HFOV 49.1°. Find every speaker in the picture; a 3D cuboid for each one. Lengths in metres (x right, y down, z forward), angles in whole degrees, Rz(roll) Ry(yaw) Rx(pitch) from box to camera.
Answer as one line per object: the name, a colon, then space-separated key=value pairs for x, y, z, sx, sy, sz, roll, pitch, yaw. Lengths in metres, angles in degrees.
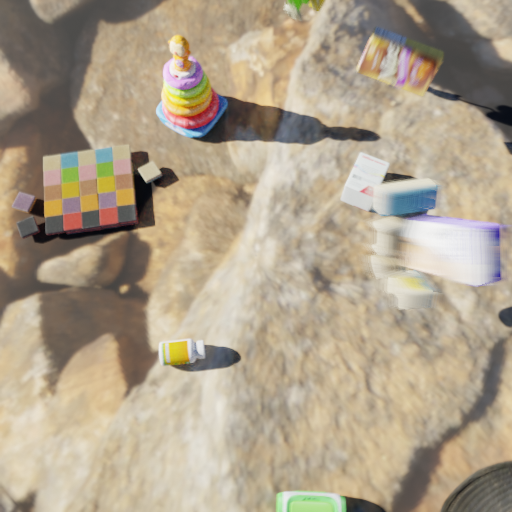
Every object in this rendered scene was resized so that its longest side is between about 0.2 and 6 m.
speaker: x=0.907 y=4.196 z=9.321 sx=1.109 sy=0.491 sz=0.491 roll=2 pitch=68 yaw=1

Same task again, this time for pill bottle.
pill bottle: x=-1.358 y=1.767 z=10.318 sx=0.799 sy=0.444 sz=0.444 roll=-6 pitch=68 yaw=-3

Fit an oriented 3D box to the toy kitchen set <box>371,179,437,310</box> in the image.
toy kitchen set: x=2.513 y=-0.190 z=8.842 sx=0.954 sy=1.619 sz=1.297 roll=-9 pitch=31 yaw=-8

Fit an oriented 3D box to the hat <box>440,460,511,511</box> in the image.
hat: x=4.820 y=4.889 z=8.463 sx=3.907 sy=1.576 sz=3.907 roll=0 pitch=69 yaw=0

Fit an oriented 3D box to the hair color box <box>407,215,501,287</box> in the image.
hair color box: x=3.027 y=-0.126 z=8.757 sx=0.513 sy=1.584 sz=0.866 roll=-12 pitch=103 yaw=-20

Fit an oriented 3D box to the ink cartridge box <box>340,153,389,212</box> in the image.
ink cartridge box: x=2.239 y=-1.524 z=11.538 sx=0.654 sy=0.651 sz=0.900 roll=24 pitch=70 yaw=9

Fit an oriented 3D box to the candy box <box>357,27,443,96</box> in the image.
candy box: x=2.654 y=-3.585 z=10.376 sx=1.355 sy=0.790 sz=0.382 roll=21 pitch=50 yaw=0

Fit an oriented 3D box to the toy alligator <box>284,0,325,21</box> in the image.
toy alligator: x=0.887 y=-4.919 z=9.811 sx=0.989 sy=3.335 sz=0.905 roll=28 pitch=102 yaw=-5

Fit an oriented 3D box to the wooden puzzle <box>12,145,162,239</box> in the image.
wooden puzzle: x=-3.503 y=-1.376 z=11.715 sx=3.100 sy=0.218 sz=1.838 roll=-9 pitch=68 yaw=-3

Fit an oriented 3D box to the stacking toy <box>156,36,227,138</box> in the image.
stacking toy: x=-1.443 y=-3.608 z=11.503 sx=1.323 sy=2.279 sz=1.251 roll=31 pitch=71 yaw=12
